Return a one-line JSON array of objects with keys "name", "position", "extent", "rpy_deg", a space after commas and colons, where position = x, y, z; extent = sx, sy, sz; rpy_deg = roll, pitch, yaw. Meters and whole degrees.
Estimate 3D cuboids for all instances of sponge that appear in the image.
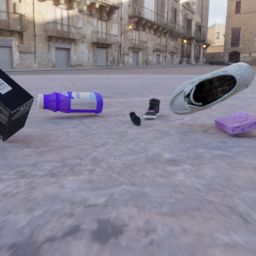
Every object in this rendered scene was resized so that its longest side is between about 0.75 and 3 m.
[{"name": "sponge", "position": [3.243, -0.180, 8.321], "extent": [0.943, 0.252, 1.690], "rpy_deg": [-15, 9, 5]}]

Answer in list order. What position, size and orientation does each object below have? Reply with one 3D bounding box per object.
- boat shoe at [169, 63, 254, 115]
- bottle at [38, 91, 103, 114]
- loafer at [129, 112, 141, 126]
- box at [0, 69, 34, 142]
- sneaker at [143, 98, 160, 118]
[{"name": "boat shoe", "position": [2.084, -1.018, 8.042], "extent": [1.028, 1.007, 2.887], "rpy_deg": [-23, 0, -40]}, {"name": "bottle", "position": [-2.144, -0.960, 10.499], "extent": [2.338, 0.763, 0.977], "rpy_deg": [0, 24, -19]}, {"name": "loafer", "position": [0.252, -0.268, 9.367], "extent": [0.271, 0.280, 0.797], "rpy_deg": [-18, 33, -10]}, {"name": "box", "position": [-3.288, -0.658, 7.021], "extent": [1.484, 1.351, 0.772], "rpy_deg": [41, 45, -1]}, {"name": "sneaker", "position": [0.890, -0.753, 10.510], "extent": [0.488, 0.684, 1.380], "rpy_deg": [5, 15, 18]}]
